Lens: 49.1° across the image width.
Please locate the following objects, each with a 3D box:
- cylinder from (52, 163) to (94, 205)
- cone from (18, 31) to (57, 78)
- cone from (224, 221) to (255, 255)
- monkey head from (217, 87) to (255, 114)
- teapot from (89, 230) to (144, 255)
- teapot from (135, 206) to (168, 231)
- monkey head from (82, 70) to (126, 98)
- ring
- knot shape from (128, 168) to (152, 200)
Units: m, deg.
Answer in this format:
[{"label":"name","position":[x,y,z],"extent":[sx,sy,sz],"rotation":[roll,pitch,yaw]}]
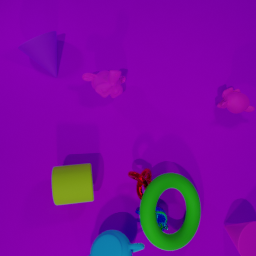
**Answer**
[{"label":"cylinder","position":[-1.477,1.518,7.615],"extent":[1.021,1.021,1.021],"rotation":[-5,77,-8]},{"label":"cone","position":[-2.555,-2.180,8.849],"extent":[1.279,1.279,1.283],"rotation":[-26,105,-6]},{"label":"cone","position":[2.927,2.807,7.490],"extent":[0.977,0.981,0.977],"rotation":[-2,95,-25]},{"label":"monkey head","position":[3.000,-0.684,8.051],"extent":[1.206,0.867,0.726],"rotation":[6,52,-25]},{"label":"teapot","position":[-0.426,3.276,7.248],"extent":[1.794,0.878,1.116],"rotation":[-22,53,13]},{"label":"teapot","position":[0.687,2.518,7.639],"extent":[1.268,0.621,0.788],"rotation":[14,75,46]},{"label":"monkey head","position":[-0.576,-1.427,8.239],"extent":[1.418,1.020,0.855],"rotation":[0,45,-27]},{"label":"ring","position":[1.173,2.211,7.492],"extent":[1.998,0.400,1.998],"rotation":[6,79,-31]},{"label":"knot shape","position":[0.489,1.590,7.729],"extent":[0.485,1.050,0.982],"rotation":[-40,56,20]}]
